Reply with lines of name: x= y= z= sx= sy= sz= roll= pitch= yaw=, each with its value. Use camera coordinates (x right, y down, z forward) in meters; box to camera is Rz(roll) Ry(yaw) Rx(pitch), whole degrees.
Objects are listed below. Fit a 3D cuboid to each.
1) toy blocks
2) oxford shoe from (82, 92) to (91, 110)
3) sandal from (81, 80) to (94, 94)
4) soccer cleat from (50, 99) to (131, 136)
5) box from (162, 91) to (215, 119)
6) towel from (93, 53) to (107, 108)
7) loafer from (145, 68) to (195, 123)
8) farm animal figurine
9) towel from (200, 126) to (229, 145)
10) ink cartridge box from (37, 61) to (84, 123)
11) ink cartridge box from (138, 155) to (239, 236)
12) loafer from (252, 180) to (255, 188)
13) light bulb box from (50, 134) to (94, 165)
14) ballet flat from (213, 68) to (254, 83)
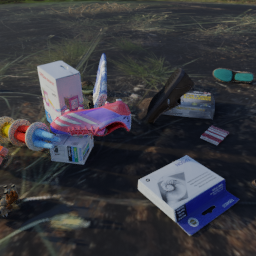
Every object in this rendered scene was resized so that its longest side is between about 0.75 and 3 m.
toy blocks: x=-3.582 y=0.485 z=8.626 sx=2.611 sy=0.948 sz=2.176 roll=8 pitch=31 yaw=33
oxford shoe: x=-1.942 y=-1.043 z=11.994 sx=0.718 sy=0.676 sz=1.920 roll=7 pitch=33 yaw=-15
sandal: x=-2.116 y=-2.090 z=13.720 sx=1.889 sy=0.539 sz=0.750 roll=19 pitch=36 yaw=29
soccer cleat: x=-1.175 y=-0.111 z=8.613 sx=2.630 sy=0.877 sz=1.005 roll=-14 pitch=69 yaw=9
box: x=2.593 y=-1.067 z=12.039 sx=2.100 sy=0.508 sz=1.663 roll=7 pitch=31 yaw=12
towel: x=-1.085 y=-1.366 z=10.617 sx=0.308 sy=1.903 sz=2.591 roll=7 pitch=46 yaw=-12
loafer: x=1.503 y=-0.970 z=10.349 sx=0.928 sy=2.614 sz=0.954 roll=28 pitch=45 yaw=-11
farm animal figurine: x=-3.329 y=1.965 z=7.006 sx=1.196 sy=0.601 sz=0.966 roll=-18 pitch=16 yaw=-22
towel: x=3.161 y=0.270 z=10.217 sx=0.711 sy=0.112 sz=0.987 roll=25 pitch=41 yaw=32
ink cartridge box: x=-2.432 y=-1.105 z=10.340 sx=0.979 sy=2.313 sz=1.672 roll=-21 pitch=37 yaw=-31
ink cartridge box: x=1.626 y=1.667 z=7.583 sx=1.992 sy=0.405 sz=1.996 roll=-21 pitch=37 yaw=-31
loafer: x=3.941 y=1.599 z=7.776 sx=0.911 sy=0.323 sz=0.333 roll=14 pitch=34 yaw=22
light bulb box: x=-1.811 y=0.557 z=9.152 sx=1.107 sy=0.691 sz=1.097 roll=6 pitch=31 yaw=10
ballet flat: x=5.527 y=-2.719 z=14.809 sx=2.077 sy=0.707 sz=0.698 roll=14 pitch=12 yaw=13
